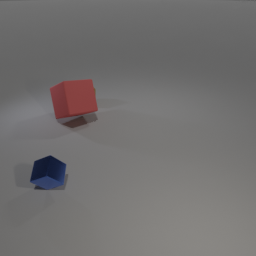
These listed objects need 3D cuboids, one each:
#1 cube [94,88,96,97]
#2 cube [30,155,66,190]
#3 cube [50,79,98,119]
[{"bbox_3d":[-2.031,-1.682,13.927,0.700,0.700,0.700,-3,-10,8],"label":"cube"},{"bbox_3d":[-2.357,1.333,8.328,0.700,0.700,0.700,-20,50,27],"label":"cube"},{"bbox_3d":[-2.348,-1.243,12.115,1.400,1.400,1.400,-12,3,-38],"label":"cube"}]
